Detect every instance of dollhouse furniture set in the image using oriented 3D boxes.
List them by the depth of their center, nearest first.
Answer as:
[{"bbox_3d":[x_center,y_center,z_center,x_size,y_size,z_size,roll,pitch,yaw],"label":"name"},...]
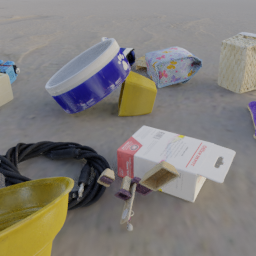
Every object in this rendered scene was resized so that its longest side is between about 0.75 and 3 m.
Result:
[{"bbox_3d":[0.126,1.078,4.690,1.034,1.304,0.926,29,47,-15],"label":"dollhouse furniture set"}]

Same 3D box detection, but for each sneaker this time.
[{"bbox_3d":[-0.452,-3.291,12.801,1.442,1.009,2.496,-4,37,-14],"label":"sneaker"}]

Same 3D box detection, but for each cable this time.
[{"bbox_3d":[-1.580,0.794,5.904,2.027,0.631,2.485,-21,35,-32],"label":"cable"}]

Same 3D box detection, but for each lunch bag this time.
[{"bbox_3d":[1.782,-2.427,10.923,1.877,1.193,1.592,-17,32,-4],"label":"lunch bag"}]

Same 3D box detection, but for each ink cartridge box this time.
[{"bbox_3d":[0.997,0.738,5.896,2.156,0.728,1.256,15,33,27],"label":"ink cartridge box"}]

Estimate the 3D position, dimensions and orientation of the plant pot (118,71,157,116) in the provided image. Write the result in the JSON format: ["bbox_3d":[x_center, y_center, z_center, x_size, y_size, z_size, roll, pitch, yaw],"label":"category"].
[{"bbox_3d":[0.293,-1.034,8.705,1.013,1.149,1.149,9,29,-8],"label":"plant pot"}]

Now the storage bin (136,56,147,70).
[{"bbox_3d":[1.038,-2.809,12.314,1.050,0.492,1.042,19,36,29],"label":"storage bin"}]

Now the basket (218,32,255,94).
[{"bbox_3d":[4.099,-2.333,10.132,1.166,1.891,1.282,-20,35,-23],"label":"basket"}]

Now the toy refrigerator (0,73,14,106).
[{"bbox_3d":[-5.425,-1.429,9.385,2.864,1.002,1.087,11,32,19],"label":"toy refrigerator"}]

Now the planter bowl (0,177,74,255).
[{"bbox_3d":[-1.928,1.667,3.307,2.975,1.239,2.975,-15,3,1],"label":"planter bowl"}]

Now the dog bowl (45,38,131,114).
[{"bbox_3d":[-1.207,-1.598,8.558,2.525,0.994,2.525,-28,26,15],"label":"dog bowl"}]

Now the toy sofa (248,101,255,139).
[{"bbox_3d":[4.144,-0.534,7.868,1.144,0.970,2.343,9,31,14],"label":"toy sofa"}]

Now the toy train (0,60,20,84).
[{"bbox_3d":[-5.207,-2.205,11.023,1.779,0.771,1.017,5,36,9],"label":"toy train"}]
